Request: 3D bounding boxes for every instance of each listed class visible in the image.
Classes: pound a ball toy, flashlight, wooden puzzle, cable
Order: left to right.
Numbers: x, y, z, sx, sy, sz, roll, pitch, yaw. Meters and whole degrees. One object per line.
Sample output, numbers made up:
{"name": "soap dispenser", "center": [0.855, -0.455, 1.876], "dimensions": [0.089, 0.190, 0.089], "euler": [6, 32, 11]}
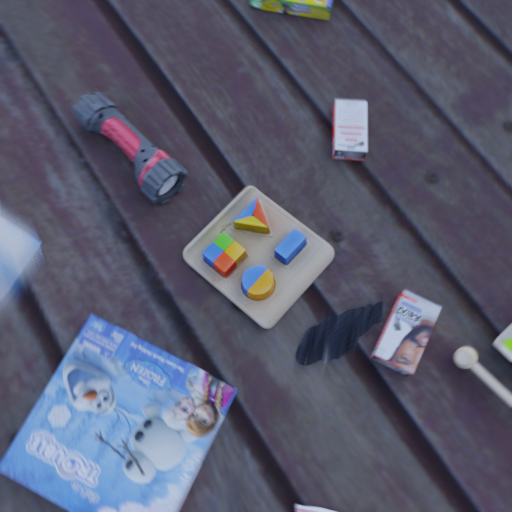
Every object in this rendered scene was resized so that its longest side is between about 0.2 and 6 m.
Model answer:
{"name": "flashlight", "center": [-2.500, -2.122, 10.812], "dimensions": [2.613, 0.884, 0.888], "euler": [42, 82, 13]}
{"name": "wooden puzzle", "center": [0.049, -0.071, 10.253], "dimensions": [2.160, 0.500, 2.001], "euler": [40, 74, 13]}
{"name": "cable", "center": [1.078, 0.945, 7.193], "dimensions": [1.316, 1.074, 0.334], "euler": [-37, 59, 15]}
{"name": "pound a ball toy", "center": [4.797, 2.001, 9.362], "dimensions": [2.527, 1.074, 1.648], "euler": [44, 101, 14]}

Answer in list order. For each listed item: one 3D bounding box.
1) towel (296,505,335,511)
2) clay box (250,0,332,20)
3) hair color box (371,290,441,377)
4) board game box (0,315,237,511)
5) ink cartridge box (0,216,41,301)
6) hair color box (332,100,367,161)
{"name": "towel", "center": [1.210, 5.045, 8.490], "dimensions": [1.557, 0.318, 2.127], "euler": [10, 70, 3]}
{"name": "clay box", "center": [0.820, -5.879, 12.407], "dimensions": [1.778, 0.423, 1.022], "euler": [11, 70, 3]}
{"name": "hair color box", "center": [2.619, 1.347, 9.784], "dimensions": [0.727, 0.419, 1.310], "euler": [26, 73, 8]}
{"name": "board game box", "center": [-2.179, 2.812, 9.138], "dimensions": [2.810, 0.609, 2.796], "euler": [24, 73, 9]}
{"name": "ink cartridge box", "center": [-3.107, 0.140, 6.211], "dimensions": [0.825, 1.433, 0.486], "euler": [36, 39, -15]}
{"name": "hair color box", "center": [1.873, -2.517, 11.214], "dimensions": [0.655, 0.377, 1.180], "euler": [4, 69, 1]}
